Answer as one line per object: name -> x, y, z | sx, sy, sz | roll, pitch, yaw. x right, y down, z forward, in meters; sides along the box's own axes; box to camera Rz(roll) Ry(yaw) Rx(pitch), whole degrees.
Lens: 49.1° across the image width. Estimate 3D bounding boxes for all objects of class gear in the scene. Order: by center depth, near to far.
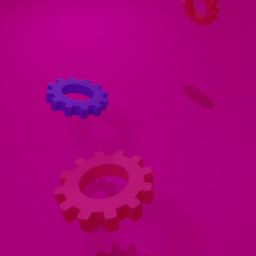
gear -> -0.406, 1.042, 4.998 | 1.714, 0.317, 1.714 | -6, 32, 4
gear -> -1.088, -0.676, 6.054 | 1.304, 0.241, 1.304 | 10, 35, -8
gear -> 2.144, -3.608, 8.330 | 1.172, 1.172, 0.217 | 36, 68, 22
